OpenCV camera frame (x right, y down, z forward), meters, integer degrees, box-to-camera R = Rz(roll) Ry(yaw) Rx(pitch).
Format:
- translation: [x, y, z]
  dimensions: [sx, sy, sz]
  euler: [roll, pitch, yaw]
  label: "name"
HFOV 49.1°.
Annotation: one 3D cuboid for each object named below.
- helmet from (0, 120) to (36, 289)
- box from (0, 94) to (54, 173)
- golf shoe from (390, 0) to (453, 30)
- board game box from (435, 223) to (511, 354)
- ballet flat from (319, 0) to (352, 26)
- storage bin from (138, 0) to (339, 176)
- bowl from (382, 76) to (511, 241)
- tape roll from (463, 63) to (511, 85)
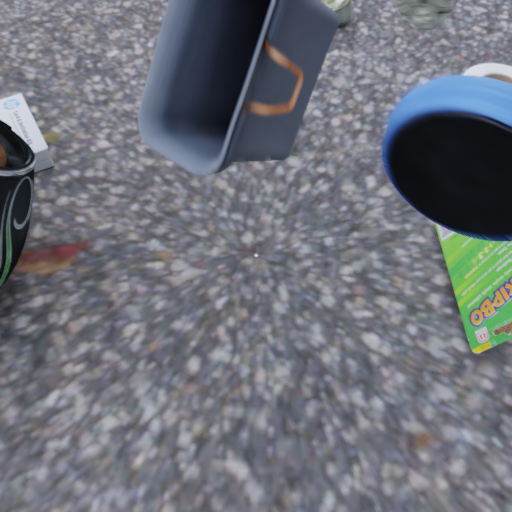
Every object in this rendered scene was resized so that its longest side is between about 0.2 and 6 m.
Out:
- translation: [-4.463, -0.401, 6.950]
  dimensions: [3.161, 3.013, 3.161]
  euler: [30, 16, -9]
  label: "helmet"
- translation: [-4.907, -1.849, 9.728]
  dimensions: [2.272, 0.468, 1.772]
  euler: [-23, 56, -18]
  label: "box"
- translation: [1.869, -3.852, 7.586]
  dimensions: [1.930, 0.756, 0.939]
  euler: [54, 22, -3]
  label: "golf shoe"
- translation: [3.247, 0.116, 7.793]
  dimensions: [0.362, 1.154, 2.415]
  euler: [26, 45, -27]
  label: "board game box"
- translation: [0.919, -5.288, 12.185]
  dimensions: [2.571, 0.819, 0.866]
  euler: [-19, 54, -14]
  label: "ballet flat"
- translation: [-0.014, -2.032, 6.144]
  dimensions: [1.640, 2.254, 1.514]
  euler: [34, 25, 32]
  label: "storage bin"
- translation: [2.140, -0.862, 5.532]
  dimensions: [1.933, 1.933, 0.379]
  euler: [27, 66, 20]
  label: "bowl"
- translation: [4.559, -3.079, 10.671]
  dimensions: [1.371, 0.479, 1.371]
  euler: [0, 52, 0]
  label: "tape roll"
